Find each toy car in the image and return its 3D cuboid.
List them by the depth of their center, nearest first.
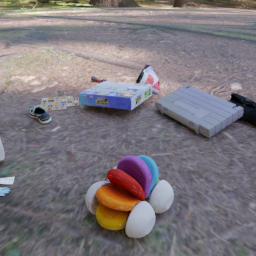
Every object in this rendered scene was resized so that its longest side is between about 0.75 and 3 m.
[{"bbox_3d":[0.039,1.324,6.312,1.667,1.429,1.905,19,34,31],"label":"toy car"}]

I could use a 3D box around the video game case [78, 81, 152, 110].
[{"bbox_3d":[-0.469,-1.384,11.540,2.348,0.534,2.128,8,24,25],"label":"video game case"}]

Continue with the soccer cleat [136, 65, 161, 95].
[{"bbox_3d":[1.028,-2.288,13.500,1.088,1.014,2.972,30,21,-6],"label":"soccer cleat"}]

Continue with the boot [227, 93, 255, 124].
[{"bbox_3d":[5.021,-0.919,10.844,2.350,0.897,1.974,-29,44,-31],"label":"boot"}]

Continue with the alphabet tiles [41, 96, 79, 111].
[{"bbox_3d":[-2.909,-1.067,11.999,1.613,0.061,1.349,-6,29,-9],"label":"alphabet tiles"}]

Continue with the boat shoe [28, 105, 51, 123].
[{"bbox_3d":[-3.457,-0.608,10.749,0.545,0.450,1.457,-30,38,-25],"label":"boat shoe"}]

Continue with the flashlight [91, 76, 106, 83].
[{"bbox_3d":[-1.493,-2.439,14.238,0.805,0.274,0.273,16,33,28],"label":"flashlight"}]

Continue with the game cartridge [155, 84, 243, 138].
[{"bbox_3d":[2.566,-0.719,10.610,1.851,0.548,2.856,-32,40,-19],"label":"game cartridge"}]

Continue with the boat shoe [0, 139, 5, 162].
[{"bbox_3d":[-4.644,0.447,8.607,1.216,0.979,2.623,-26,35,-15],"label":"boat shoe"}]

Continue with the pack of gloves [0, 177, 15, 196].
[{"bbox_3d":[-3.494,1.500,7.288,0.894,0.176,0.751,-5,29,-8],"label":"pack of gloves"}]
